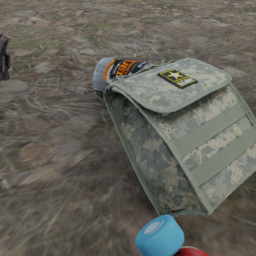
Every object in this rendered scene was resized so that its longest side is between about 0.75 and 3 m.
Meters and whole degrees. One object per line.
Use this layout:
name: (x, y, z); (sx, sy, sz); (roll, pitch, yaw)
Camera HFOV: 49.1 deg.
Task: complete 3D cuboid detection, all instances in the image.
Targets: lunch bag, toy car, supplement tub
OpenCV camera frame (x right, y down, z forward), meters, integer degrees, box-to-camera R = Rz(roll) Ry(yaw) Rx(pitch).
lunch bag: (1.093, -0.075, 5.433); (2.289, 1.641, 2.791); (-26, 82, -34)
toy car: (0.628, 2.053, 2.749); (1.679, 1.898, 1.750); (-33, 88, -19)
supplement tub: (0.088, -1.306, 8.006); (1.999, 1.225, 1.225); (15, 39, 29)

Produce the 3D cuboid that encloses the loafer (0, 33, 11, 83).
loafer: (-3.545, -1.315, 7.576); (0.765, 2.428, 0.872); (21, 20, -22)
